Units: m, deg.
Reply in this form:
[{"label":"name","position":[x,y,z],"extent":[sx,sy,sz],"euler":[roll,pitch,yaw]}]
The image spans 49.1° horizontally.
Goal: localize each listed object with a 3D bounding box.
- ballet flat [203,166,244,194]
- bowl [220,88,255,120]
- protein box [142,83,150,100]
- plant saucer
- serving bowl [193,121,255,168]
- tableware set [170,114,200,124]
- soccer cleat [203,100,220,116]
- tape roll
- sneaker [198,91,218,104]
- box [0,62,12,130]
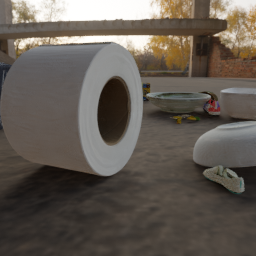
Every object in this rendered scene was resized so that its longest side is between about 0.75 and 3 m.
[{"label":"ballet flat","position":[1.722,0.851,5.018],"extent":[0.349,0.349,0.974],"euler":[-5,13,-21]},{"label":"bowl","position":[5.402,-1.016,11.465],"extent":[2.948,1.102,2.953],"euler":[8,16,31]},{"label":"protein box","position":[1.002,-2.215,16.942],"extent":[0.675,0.993,1.000],"euler":[1,13,3]},{"label":"plant saucer","position":[2.301,-1.186,12.985],"extent":[2.956,0.742,2.956],"euler":[-1,13,0]},{"label":"serving bowl","position":[2.380,0.251,5.917],"extent":[2.047,0.673,2.047],"euler":[-9,5,1]},{"label":"tableware set","position":[2.173,-0.318,10.559],"extent":[1.114,0.171,0.750],"euler":[-10,19,-41]},{"label":"soccer cleat","position":[3.692,-0.973,12.297],"extent":[0.588,0.631,1.724],"euler":[1,13,5]},{"label":"tape roll","position":[-0.949,-0.391,5.594],"extent":[1.708,2.488,2.488],"euler":[6,14,26]},{"label":"sneaker","position":[4.438,-1.697,15.233],"extent":[0.957,0.715,2.131],"euler":[-9,12,-16]},{"label":"box","position":[-4.593,-0.902,8.080],"extent":[1.504,2.133,2.883],"euler":[12,12,-1]}]
